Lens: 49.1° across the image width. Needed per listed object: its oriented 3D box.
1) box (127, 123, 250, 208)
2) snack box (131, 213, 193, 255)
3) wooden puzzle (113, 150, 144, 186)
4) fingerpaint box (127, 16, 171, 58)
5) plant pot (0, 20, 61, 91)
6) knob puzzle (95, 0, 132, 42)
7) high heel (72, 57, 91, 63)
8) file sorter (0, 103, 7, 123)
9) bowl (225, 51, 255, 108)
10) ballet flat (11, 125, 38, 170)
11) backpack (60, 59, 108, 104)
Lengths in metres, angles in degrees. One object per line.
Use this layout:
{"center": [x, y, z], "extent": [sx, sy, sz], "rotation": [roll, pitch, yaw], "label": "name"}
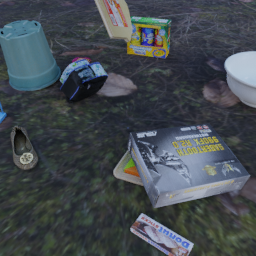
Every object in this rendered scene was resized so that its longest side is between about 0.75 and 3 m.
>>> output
{"center": [1.428, 0.819, 7.037], "extent": [2.453, 0.593, 1.943], "rotation": [-6, 43, -19], "label": "box"}
{"center": [0.690, 2.286, 5.864], "extent": [1.262, 0.153, 0.454], "rotation": [24, 43, 28], "label": "snack box"}
{"center": [0.589, 0.971, 7.472], "extent": [1.551, 0.289, 1.435], "rotation": [17, 40, 20], "label": "wooden puzzle"}
{"center": [0.960, -4.268, 13.203], "extent": [1.952, 1.629, 0.716], "rotation": [12, 39, 16], "label": "fingerpaint box"}
{"center": [-3.889, -2.874, 10.860], "extent": [2.113, 2.069, 2.113], "rotation": [-3, 44, 3], "label": "plant pot"}
{"center": [-0.674, -4.533, 10.310], "extent": [0.456, 3.291, 3.291], "rotation": [-20, 31, 24], "label": "knob puzzle"}
{"center": [-2.101, -3.063, 12.711], "extent": [0.858, 0.289, 0.412], "rotation": [-25, 33, -33], "label": "high heel"}
{"center": [-4.999, -0.521, 8.821], "extent": [1.667, 1.023, 1.157], "rotation": [4, 38, 4], "label": "file sorter"}
{"center": [4.761, -1.571, 9.952], "extent": [2.818, 1.266, 2.818], "rotation": [0, 39, 0], "label": "bowl"}
{"center": [-3.017, 0.482, 7.985], "extent": [0.632, 0.435, 1.875], "rotation": [-15, 40, -19], "label": "ballet flat"}
{"center": [-1.567, -1.759, 10.000], "extent": [1.524, 1.395, 1.120], "rotation": [-27, 80, -39], "label": "backpack"}
